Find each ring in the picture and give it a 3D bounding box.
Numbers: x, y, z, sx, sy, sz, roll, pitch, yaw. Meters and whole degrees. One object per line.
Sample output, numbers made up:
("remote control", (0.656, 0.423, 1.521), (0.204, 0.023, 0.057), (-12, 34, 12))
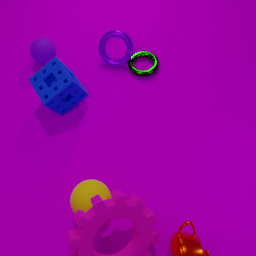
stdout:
("ring", (0.532, -2.213, 9.603), (1.083, 0.217, 1.083), (-2, 62, 3))
("ring", (-0.409, -2.675, 9.458), (1.214, 1.214, 0.243), (2, 17, 8))

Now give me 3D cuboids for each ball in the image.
("ball", (-2.861, -2.596, 9.443), (0.873, 0.873, 0.873), (0, 62, 0))
("ball", (-0.927, 1.815, 7.029), (1.020, 1.020, 1.020), (0, 62, 0))

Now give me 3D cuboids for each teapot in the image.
("teapot", (1.427, 2.975, 6.410), (0.860, 1.092, 1.756), (-8, 95, 1))

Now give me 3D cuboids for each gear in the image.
("gear", (-0.314, 2.469, 6.351), (2.047, 0.379, 2.047), (-3, 99, -20))

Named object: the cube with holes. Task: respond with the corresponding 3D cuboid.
("cube with holes", (-2.067, -1.227, 8.441), (1.061, 1.061, 1.061), (-38, 68, 5))
